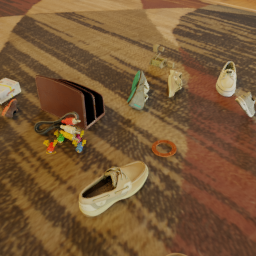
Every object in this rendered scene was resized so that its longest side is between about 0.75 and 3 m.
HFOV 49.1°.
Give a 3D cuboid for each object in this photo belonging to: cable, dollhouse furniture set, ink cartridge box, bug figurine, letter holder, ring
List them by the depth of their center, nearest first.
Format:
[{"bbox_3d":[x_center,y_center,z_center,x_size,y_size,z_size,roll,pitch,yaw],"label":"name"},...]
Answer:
[{"bbox_3d":[1.347,0.727,10.424,0.922,0.088,0.922,-2,38,2],"label":"ring"},{"bbox_3d":[-2.260,0.534,10.440,1.565,0.403,1.214,0,33,6],"label":"bug figurine"},{"bbox_3d":[-2.692,-0.141,10.600,2.192,1.064,0.552,7,6,18],"label":"cable"},{"bbox_3d":[-2.406,-1.384,11.635,2.591,1.842,1.303,22,44,25],"label":"letter holder"},{"bbox_3d":[-5.857,-1.756,13.114,0.935,0.538,1.289,20,43,23],"label":"ink cartridge box"},{"bbox_3d":[1.857,-3.846,15.237,1.227,1.085,0.682,25,46,28],"label":"dollhouse furniture set"}]

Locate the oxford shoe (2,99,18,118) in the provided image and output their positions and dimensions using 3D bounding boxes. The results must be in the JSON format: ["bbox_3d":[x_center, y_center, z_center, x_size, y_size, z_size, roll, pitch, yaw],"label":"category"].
[{"bbox_3d":[-5.029,-0.826,12.179,0.469,0.460,1.292,28,31,-16],"label":"oxford shoe"}]

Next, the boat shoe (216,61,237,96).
[{"bbox_3d":[4.858,-2.503,13.801,0.906,0.822,2.463,9,40,10],"label":"boat shoe"}]

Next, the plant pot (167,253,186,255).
[{"bbox_3d":[1.190,3.588,6.638,1.055,0.487,1.055,0,40,0],"label":"plant pot"}]

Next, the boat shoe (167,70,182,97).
[{"bbox_3d":[2.271,-2.169,13.466,0.714,0.793,2.198,6,34,9],"label":"boat shoe"}]

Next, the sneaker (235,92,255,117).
[{"bbox_3d":[5.012,-0.957,11.500,0.672,1.638,0.612,-41,56,18],"label":"sneaker"}]

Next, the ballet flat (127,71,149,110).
[{"bbox_3d":[0.564,-1.733,13.040,0.838,0.886,2.630,27,40,-10],"label":"ballet flat"}]

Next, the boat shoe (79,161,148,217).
[{"bbox_3d":[-0.373,1.680,8.670,2.626,0.853,0.947,-28,47,-30],"label":"boat shoe"}]
